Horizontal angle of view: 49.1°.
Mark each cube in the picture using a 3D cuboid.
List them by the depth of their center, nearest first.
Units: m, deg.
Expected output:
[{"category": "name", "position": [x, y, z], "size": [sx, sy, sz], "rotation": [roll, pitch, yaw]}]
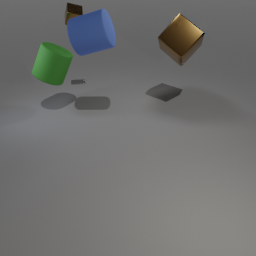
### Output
[{"category": "cube", "position": [2.334, -3.854, 12.422], "size": [1.400, 1.400, 1.400], "rotation": [43, 5, 10]}, {"category": "cube", "position": [-2.493, -5.169, 12.841], "size": [0.700, 0.700, 0.700], "rotation": [4, 57, -21]}]

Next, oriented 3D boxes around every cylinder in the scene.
[{"category": "cylinder", "position": [-1.341, -3.567, 10.518], "size": [1.400, 1.400, 1.400], "rotation": [-10, 28, 16]}, {"category": "cylinder", "position": [-3.279, -2.790, 12.184], "size": [1.400, 1.400, 1.400], "rotation": [23, 23, -10]}]
